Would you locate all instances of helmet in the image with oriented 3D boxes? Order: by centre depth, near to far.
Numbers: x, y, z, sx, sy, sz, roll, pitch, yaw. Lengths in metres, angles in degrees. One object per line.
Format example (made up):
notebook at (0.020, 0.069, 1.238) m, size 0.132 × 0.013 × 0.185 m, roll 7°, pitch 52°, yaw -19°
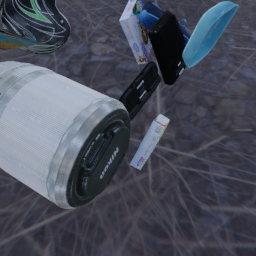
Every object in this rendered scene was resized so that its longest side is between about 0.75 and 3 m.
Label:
helmet at (-2.409, -2.730, 7.356) m, size 1.657 × 1.657 × 1.580 m, roll -16°, pitch 78°, yaw -14°

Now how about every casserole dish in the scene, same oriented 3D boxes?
casserole dish at (1.839, -2.188, 6.563) m, size 1.126 × 1.859 × 0.361 m, roll -38°, pitch 75°, yaw -25°

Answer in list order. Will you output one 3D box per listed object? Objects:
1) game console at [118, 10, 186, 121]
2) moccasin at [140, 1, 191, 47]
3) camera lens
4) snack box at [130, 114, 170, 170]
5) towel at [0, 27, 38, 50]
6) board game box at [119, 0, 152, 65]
game console at (0.629, -1.491, 7.266) m, size 0.360 × 1.759 × 2.983 m, roll 19°, pitch 62°, yaw 36°
moccasin at (1.291, -2.978, 8.233) m, size 0.850 × 2.112 × 0.720 m, roll -12°, pitch 58°, yaw 45°
camera lens at (-1.291, 0.069, 4.796) m, size 2.378 × 1.902 × 1.902 m, roll 26°, pitch 54°, yaw 19°
snack box at (0.406, 0.240, 5.064) m, size 0.247 × 0.932 × 0.663 m, roll 31°, pitch 17°, yaw 8°
towel at (-2.657, -1.844, 5.851) m, size 1.262 × 0.137 × 0.926 m, roll 5°, pitch 1°, yaw 36°
board game box at (0.320, -2.912, 8.281) m, size 0.302 × 1.469 × 1.466 m, roll -6°, pitch 46°, yaw 25°
